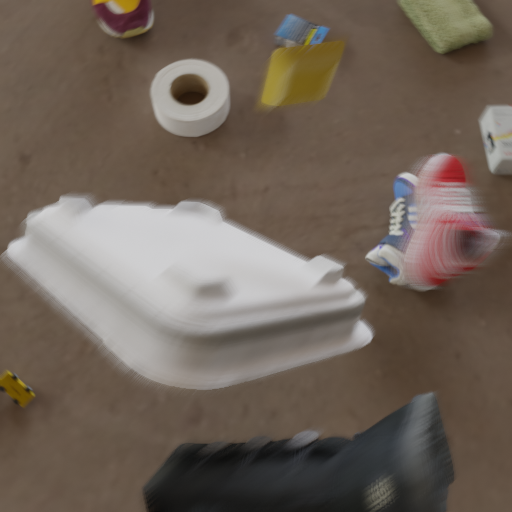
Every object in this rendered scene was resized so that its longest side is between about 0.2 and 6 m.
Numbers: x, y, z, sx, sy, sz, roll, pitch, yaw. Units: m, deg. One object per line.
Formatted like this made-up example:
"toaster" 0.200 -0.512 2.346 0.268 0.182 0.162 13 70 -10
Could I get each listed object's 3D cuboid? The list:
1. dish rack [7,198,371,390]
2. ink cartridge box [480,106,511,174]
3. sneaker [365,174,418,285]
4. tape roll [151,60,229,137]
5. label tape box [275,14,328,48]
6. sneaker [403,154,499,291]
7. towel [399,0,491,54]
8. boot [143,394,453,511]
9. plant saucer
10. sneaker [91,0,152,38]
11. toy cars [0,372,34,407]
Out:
"dish rack" -0.747 0.090 6.632 3.774 3.239 0.822 26 111 41
"ink cartridge box" 4.848 -2.190 10.581 0.879 0.499 1.206 -1 67 0
"sneaker" 2.440 -0.424 9.660 1.406 0.774 1.921 -19 73 -12
"tape roll" -1.282 -3.089 10.954 1.511 0.529 1.511 0 67 0
"label tape box" 0.953 -4.598 11.737 0.923 0.292 0.666 26 69 11
"sneaker" 2.829 -0.641 7.940 0.791 1.250 2.222 21 70 -12
"towel" 4.023 -5.183 11.965 1.392 0.342 1.876 -20 68 -7
"boot" 0.506 2.058 5.545 2.587 2.132 0.849 -16 78 21
"plant saucer" 0.551 -2.037 6.438 0.836 0.836 0.203 -13 67 -16
"sneaker" -3.053 -6.164 11.744 1.259 1.514 3.359 -17 68 -7
"toy cars" -4.102 2.071 8.774 1.214 0.269 0.544 5 86 -14
